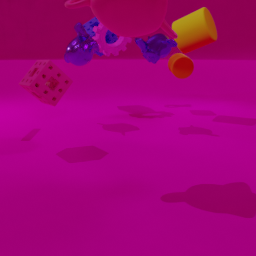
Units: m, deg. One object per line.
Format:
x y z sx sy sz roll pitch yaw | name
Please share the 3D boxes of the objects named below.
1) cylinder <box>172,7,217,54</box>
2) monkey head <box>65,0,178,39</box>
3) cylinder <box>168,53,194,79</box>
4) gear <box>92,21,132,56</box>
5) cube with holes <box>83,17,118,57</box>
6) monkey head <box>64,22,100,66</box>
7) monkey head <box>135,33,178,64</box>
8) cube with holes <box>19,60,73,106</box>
2.271 -3.296 9.547 1.159 1.159 1.159 -16 4 34 | cylinder
0.024 -2.116 4.456 1.891 1.140 1.361 11 37 -14 | monkey head
2.037 -2.411 10.860 0.841 0.841 0.841 -1 24 -4 | cylinder
-0.553 -3.473 10.442 1.574 1.574 0.291 -10 41 -32 | gear
-1.176 -3.800 11.530 1.022 1.022 1.022 -39 52 -15 | cube with holes
-1.521 -2.519 8.577 0.991 1.183 1.645 -37 18 -23 | monkey head
0.754 -2.463 8.207 1.033 0.865 1.436 41 -2 -34 | monkey head
-1.888 -1.042 6.444 0.730 0.730 0.730 16 -22 50 | cube with holes
